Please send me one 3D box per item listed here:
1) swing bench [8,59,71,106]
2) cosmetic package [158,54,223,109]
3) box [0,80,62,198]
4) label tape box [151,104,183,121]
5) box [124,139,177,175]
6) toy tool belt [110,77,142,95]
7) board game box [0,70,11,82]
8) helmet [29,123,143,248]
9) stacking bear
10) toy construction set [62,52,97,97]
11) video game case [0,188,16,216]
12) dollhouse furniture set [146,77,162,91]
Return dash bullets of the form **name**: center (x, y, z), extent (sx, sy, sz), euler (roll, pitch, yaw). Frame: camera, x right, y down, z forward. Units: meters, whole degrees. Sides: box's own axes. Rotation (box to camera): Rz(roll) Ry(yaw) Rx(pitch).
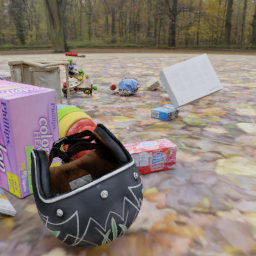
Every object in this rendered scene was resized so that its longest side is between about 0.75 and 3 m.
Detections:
- **swing bench**: center (-3.545, -1.597, 11.362), extent (2.211, 2.200, 1.435), euler (13, 23, 32)
- **cosmetic package**: center (2.257, -1.678, 10.074), extent (1.908, 1.439, 0.493), euler (-22, -10, -16)
- **box**: center (-2.801, 0.096, 6.452), extent (2.405, 2.116, 1.163), euler (13, 23, 33)
- **label tape box**: center (1.593, -0.635, 11.379), extent (0.809, 0.355, 1.122), euler (16, 24, 39)
- **box**: center (0.519, 0.712, 6.968), extent (1.264, 0.630, 0.604), euler (-8, 20, -20)
- **toy tool belt**: center (-0.154, -2.242, 15.141), extent (1.664, 1.039, 1.022), euler (-3, 10, -5)
- **board game box**: center (-6.009, -2.301, 14.839), extent (2.109, 1.281, 2.645), euler (12, 23, 31)
- **helmet**: center (-0.607, 0.963, 4.409), extent (1.822, 1.822, 1.737), euler (-13, 51, -33)
- **stacking bear**: center (-1.409, 0.235, 7.369), extent (2.608, 1.483, 1.584), euler (22, 28, 37)
- **toy construction set**: center (-2.484, -2.749, 14.972), extent (1.803, 2.347, 1.957), euler (5, 27, -1)
- **video game case**: center (-2.694, 1.285, 5.375), extent (0.820, 0.100, 1.147), euler (34, -8, -41)
- **dollhouse furniture set**: center (2.423, -2.491, 16.891), extent (1.971, 1.606, 1.875), euler (-34, 16, 9)
